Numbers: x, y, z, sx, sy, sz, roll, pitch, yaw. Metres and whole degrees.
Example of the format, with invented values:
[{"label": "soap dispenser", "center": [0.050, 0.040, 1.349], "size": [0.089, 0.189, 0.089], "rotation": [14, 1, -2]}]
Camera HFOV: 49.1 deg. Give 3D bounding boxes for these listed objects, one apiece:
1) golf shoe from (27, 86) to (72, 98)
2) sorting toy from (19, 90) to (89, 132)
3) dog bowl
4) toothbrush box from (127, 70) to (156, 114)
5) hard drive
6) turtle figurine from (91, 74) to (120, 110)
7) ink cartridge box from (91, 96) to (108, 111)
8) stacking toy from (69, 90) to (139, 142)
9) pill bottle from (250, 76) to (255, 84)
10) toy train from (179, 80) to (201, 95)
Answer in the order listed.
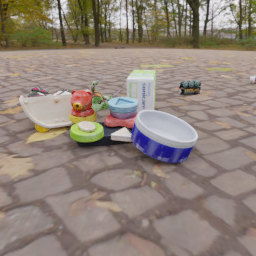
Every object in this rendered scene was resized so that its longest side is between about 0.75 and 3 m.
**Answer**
[{"label": "golf shoe", "center": [-3.664, -1.227, 13.742], "size": [2.801, 1.081, 1.233], "rotation": [8, 47, 16]}, {"label": "sorting toy", "center": [-3.098, -0.969, 11.923], "size": [2.712, 1.449, 2.441], "rotation": [-8, 22, -19]}, {"label": "dog bowl", "center": [1.133, 0.224, 8.940], "size": [2.014, 0.793, 2.014], "rotation": [15, 26, -8]}, {"label": "toothbrush box", "center": [0.647, -1.470, 12.625], "size": [1.153, 1.951, 2.679], "rotation": [2, 20, 6]}, {"label": "hard drive", "center": [-0.855, 0.186, 10.294], "size": [2.203, 0.466, 1.486], "rotation": [-5, 21, -13]}, {"label": "turtle figurine", "center": [-0.959, -1.325, 10.503], "size": [1.265, 0.911, 1.227], "rotation": [-16, 36, 2]}, {"label": "ink cartridge box", "center": [-1.504, -1.474, 14.674], "size": [2.450, 0.587, 1.783], "rotation": [-21, 29, -40]}, {"label": "stacking toy", "center": [-0.873, -0.547, 9.885], "size": [2.673, 1.129, 2.420], "rotation": [0, 26, -2]}, {"label": "pill bottle", "center": [9.185, -3.403, 19.827], "size": [1.002, 0.562, 0.562], "rotation": [9, 22, 26]}, {"label": "toy train", "center": [3.704, -2.419, 16.805], "size": [1.432, 0.816, 0.610], "rotation": [-6, 21, -14]}]
